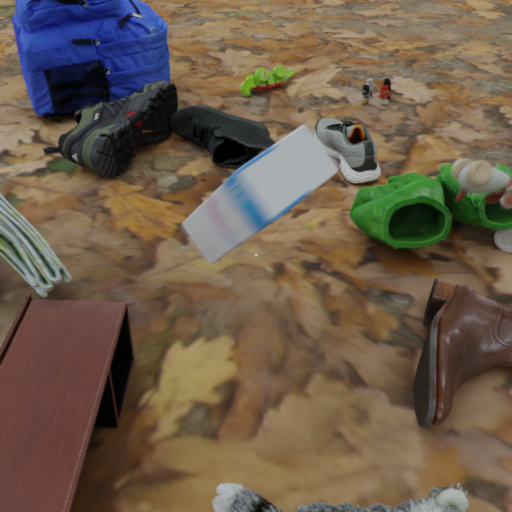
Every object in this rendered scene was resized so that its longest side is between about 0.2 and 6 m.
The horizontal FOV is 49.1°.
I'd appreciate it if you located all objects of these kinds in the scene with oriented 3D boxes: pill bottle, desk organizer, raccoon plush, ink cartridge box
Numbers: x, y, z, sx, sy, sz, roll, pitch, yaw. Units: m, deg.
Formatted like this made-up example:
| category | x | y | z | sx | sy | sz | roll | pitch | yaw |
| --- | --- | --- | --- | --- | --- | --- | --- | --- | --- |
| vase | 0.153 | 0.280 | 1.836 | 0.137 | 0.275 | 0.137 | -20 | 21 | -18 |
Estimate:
| category | x | y | z | sx | sy | sz | roll | pitch | yaw |
| --- | --- | --- | --- | --- | --- | --- | --- | --- | --- |
| pill bottle | 4.257 | -0.401 | 9.081 | 0.814 | 0.451 | 0.451 | -29 | 45 | -33 |
| desk organizer | -2.115 | 1.799 | 5.649 | 1.179 | 1.098 | 3.063 | 2 | 37 | -1 |
| raccoon plush | 0.873 | 2.334 | 5.050 | 1.512 | 1.092 | 2.257 | -22 | 41 | -38 |
| ink cartridge box | -0.009 | -0.556 | 5.483 | 0.977 | 1.351 | 0.572 | -39 | 93 | -33 |

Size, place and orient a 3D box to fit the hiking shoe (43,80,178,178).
| category | x | y | z | sx | sy | sz | roll | pitch | yaw |
| --- | --- | --- | --- | --- | --- | --- | --- | --- | --- |
| hiking shoe | -2.886 | -2.903 | 11.684 | 1.682 | 1.265 | 3.340 | 17 | 40 | 16 |

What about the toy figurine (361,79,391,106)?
| category | x | y | z | sx | sy | sz | roll | pitch | yaw |
| --- | --- | --- | --- | --- | --- | --- | --- | --- | --- |
| toy figurine | 3.003 | -4.069 | 13.963 | 0.711 | 0.503 | 0.723 | 6 | 39 | 17 |

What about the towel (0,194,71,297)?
| category | x | y | z | sx | sy | sz | roll | pitch | yaw |
| --- | --- | --- | --- | --- | --- | --- | --- | --- | --- |
| towel | -3.144 | -0.286 | 7.094 | 0.511 | 1.815 | 2.121 | -44 | 15 | -18 |

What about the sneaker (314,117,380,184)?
| category | x | y | z | sx | sy | sz | roll | pitch | yaw |
| --- | --- | --- | --- | --- | --- | --- | --- | --- | --- |
| sneaker | 1.856 | -2.357 | 11.292 | 0.874 | 0.937 | 2.364 | -12 | 37 | -13 |

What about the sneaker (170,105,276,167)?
| category | x | y | z | sx | sy | sz | roll | pitch | yaw |
| --- | --- | --- | --- | --- | --- | --- | --- | --- | --- |
| sneaker | -0.727 | -2.389 | 11.425 | 2.662 | 0.799 | 1.388 | 13 | 34 | 12 |

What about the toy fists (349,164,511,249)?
| category | x | y | z | sx | sy | sz | roll | pitch | yaw |
| --- | --- | --- | --- | --- | --- | --- | --- | --- | --- |
| toy fists | 2.963 | -0.883 | 9.012 | 2.928 | 1.007 | 1.492 | -12 | 14 | -8 |

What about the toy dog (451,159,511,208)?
| category | x | y | z | sx | sy | sz | roll | pitch | yaw |
| --- | --- | --- | --- | --- | --- | --- | --- | --- | --- |
| toy dog | 3.140 | -0.854 | 7.445 | 1.209 | 0.582 | 0.798 | 25 | 10 | 13 |

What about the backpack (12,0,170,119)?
| category | x | y | z | sx | sy | sz | roll | pitch | yaw |
| --- | --- | --- | --- | --- | --- | --- | --- | --- | --- |
| backpack | -3.763 | -4.985 | 13.223 | 3.439 | 2.886 | 2.795 | -13 | 48 | -20 |

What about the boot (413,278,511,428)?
| category | x | y | z | sx | sy | sz | roll | pitch | yaw |
| --- | --- | --- | --- | --- | --- | --- | --- | --- | --- |
| boot | 3.316 | 1.328 | 6.569 | 2.683 | 0.862 | 2.500 | 16 | 41 | 13 |

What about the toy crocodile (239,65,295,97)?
| category | x | y | z | sx | sy | sz | roll | pitch | yaw |
| --- | --- | --- | --- | --- | --- | --- | --- | --- | --- |
| toy crocodile | 0.301 | -4.563 | 14.576 | 1.738 | 0.537 | 0.587 | -25 | 8 | -36 |
